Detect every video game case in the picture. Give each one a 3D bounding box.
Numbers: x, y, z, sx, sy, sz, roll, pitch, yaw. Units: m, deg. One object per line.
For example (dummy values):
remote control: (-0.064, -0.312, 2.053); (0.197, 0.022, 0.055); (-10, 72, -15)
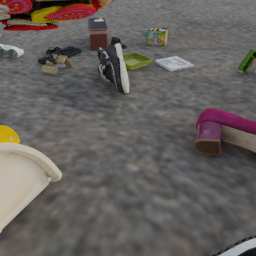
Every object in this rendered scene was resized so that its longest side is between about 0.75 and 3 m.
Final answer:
video game case: (1.769, -2.477, 10.757); (1.012, 0.132, 1.111); (-15, 36, -22)

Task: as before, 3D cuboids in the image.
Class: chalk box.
chalk box: (1.257, -4.274, 13.054); (1.088, 0.674, 0.679); (9, 35, 15)

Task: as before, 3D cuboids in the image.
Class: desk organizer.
desk organizer: (-1.415, -4.414, 13.036); (0.840, 0.901, 2.341); (-4, 33, -6)

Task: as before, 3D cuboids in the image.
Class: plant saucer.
plant saucer: (0.178, -2.545, 10.737); (1.124, 0.269, 1.122); (-23, 40, -31)

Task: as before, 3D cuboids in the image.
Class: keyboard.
keyboard: (-2.892, -3.120, 11.524); (1.064, 0.405, 2.045); (16, 35, 22)

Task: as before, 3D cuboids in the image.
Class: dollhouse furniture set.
dollhouse furniture set: (4.805, -2.054, 9.912); (1.540, 0.773, 1.009); (9, 26, -46)
dollhouse furniture set: (-2.598, -2.183, 10.300); (0.742, 0.636, 0.780); (12, 70, 19)

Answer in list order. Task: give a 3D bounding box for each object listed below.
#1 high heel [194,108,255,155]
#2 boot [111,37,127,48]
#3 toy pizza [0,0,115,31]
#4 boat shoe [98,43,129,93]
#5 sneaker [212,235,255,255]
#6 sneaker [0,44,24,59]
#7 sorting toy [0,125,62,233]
high heel: (2.898, 0.042, 6.023); (2.830, 0.954, 1.360); (8, 44, 19)
boot: (-0.419, -3.847, 12.627); (0.832, 0.403, 0.311); (15, 36, 22)
toy pizza: (-1.554, -1.559, 3.628); (2.904, 0.460, 2.904); (-3, 14, 1)
boat shoe: (-0.532, -1.964, 9.090); (0.896, 1.098, 2.971); (-10, 38, -1)
sneaker: (1.108, 2.091, 3.242); (2.342, 0.819, 1.054); (-13, 52, -20)
sneaker: (-4.955, -3.196, 11.634); (1.369, 0.482, 0.549); (19, 30, 16)
sorting toy: (-3.089, 1.070, 4.476); (2.588, 1.536, 2.875); (-4, 27, 31)
